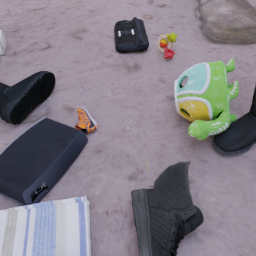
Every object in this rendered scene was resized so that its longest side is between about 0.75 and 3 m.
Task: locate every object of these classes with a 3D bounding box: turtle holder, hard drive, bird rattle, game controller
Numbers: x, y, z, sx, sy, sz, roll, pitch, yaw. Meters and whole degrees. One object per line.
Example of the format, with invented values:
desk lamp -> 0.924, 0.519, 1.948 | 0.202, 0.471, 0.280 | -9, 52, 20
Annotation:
turtle holder -> 2.325, -0.778, 8.403 | 1.745, 1.867, 2.457 | -3, 79, 15
hard drive -> -2.410, 0.740, 7.467 | 1.731, 0.543, 2.567 | 19, 47, 19
bird rattle -> 1.600, -3.394, 11.482 | 0.854, 1.048, 0.590 | 27, 34, 28
game controller -> 0.110, -4.251, 12.802 | 1.472, 0.594, 2.822 | -13, 43, 7

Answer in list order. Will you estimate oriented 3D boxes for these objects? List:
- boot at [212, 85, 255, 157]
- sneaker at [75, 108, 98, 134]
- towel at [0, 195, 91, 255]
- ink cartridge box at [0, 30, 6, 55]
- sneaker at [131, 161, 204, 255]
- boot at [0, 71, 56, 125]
boot -> 3.447, -0.765, 7.358 | 2.364, 2.868, 0.941 | -23, 48, -22
sneaker -> -1.427, -0.227, 8.590 | 0.584, 0.404, 1.042 | -26, 49, -26
towel -> -2.048, 2.459, 5.865 | 2.597, 0.309, 1.907 | -8, 46, -5
ink cartridge box -> -6.110, -3.564, 11.887 | 1.581, 0.671, 1.152 | -9, 45, -12
sneaker -> 0.921, 2.028, 5.868 | 1.546, 0.890, 2.964 | -8, 41, -1
boot -> -3.966, -1.235, 9.286 | 2.131, 0.962, 2.600 | 17, 50, 18
